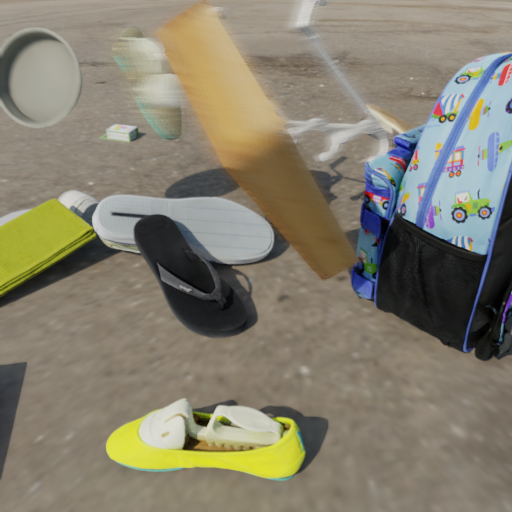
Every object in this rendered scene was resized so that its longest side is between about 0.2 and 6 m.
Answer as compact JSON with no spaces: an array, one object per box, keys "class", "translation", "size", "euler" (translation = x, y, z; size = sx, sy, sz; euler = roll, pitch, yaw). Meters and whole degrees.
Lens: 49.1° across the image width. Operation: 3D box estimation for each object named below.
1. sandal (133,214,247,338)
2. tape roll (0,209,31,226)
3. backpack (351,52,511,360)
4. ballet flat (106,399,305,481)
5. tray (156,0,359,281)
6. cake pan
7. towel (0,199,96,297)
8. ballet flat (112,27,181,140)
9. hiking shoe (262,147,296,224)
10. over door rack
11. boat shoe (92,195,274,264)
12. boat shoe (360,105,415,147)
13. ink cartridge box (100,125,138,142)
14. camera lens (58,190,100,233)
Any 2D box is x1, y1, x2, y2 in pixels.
[{"class":"sandal","translation":[-1.122,0.265,8.746],"size":[0.974,0.548,2.560],"euler":[-31,66,-30]},{"class":"tape roll","translation":[-4.214,-0.335,10.473],"size":[1.520,0.502,1.520],"euler":[0,31,0]},{"class":"backpack","translation":[3.359,-1.118,8.348],"size":[2.714,4.034,3.683],"euler":[26,41,35]},{"class":"ballet flat","translation":[-0.596,2.009,6.373],"size":[2.312,0.775,0.772],"euler":[4,32,7]},{"class":"tray","translation":[0.213,-1.034,6.586],"size":[0.671,3.623,1.787],"euler":[-31,65,9]},{"class":"cake pan","translation":[-3.465,-2.825,8.989],"size":[1.538,1.538,0.282],"euler":[7,8,11]},{"class":"towel","translation":[-4.359,0.059,9.302],"size":[1.372,0.288,3.189],"euler":[36,54,25]},{"class":"ballet flat","translation":[-1.756,-2.978,9.361],"size":[0.726,0.806,2.140],"euler":[-12,66,-45]},{"class":"hiking shoe","translation":[0.360,-2.124,12.196],"size":[1.315,1.748,3.473],"euler":[-9,33,-15]},{"class":"over door rack","translation":[0.576,-2.655,9.392],"size":[2.360,3.195,1.064],"euler":[15,67,41]},{"class":"boat shoe","translation":[-1.295,-0.463,10.144],"size":[3.190,0.989,1.148],"euler":[9,72,-10]},{"class":"boat shoe","translation":[3.739,-3.310,15.168],"size":[2.188,0.709,0.787],"euler":[40,37,21]},{"class":"ink cartridge box","translation":[-3.896,-3.480,15.823],"size":[1.005,0.298,0.522],"euler":[9,33,15]},{"class":"camera lens","translation":[-3.485,-0.877,11.151],"size":[0.891,0.713,0.713],"euler":[23,38,33]}]
